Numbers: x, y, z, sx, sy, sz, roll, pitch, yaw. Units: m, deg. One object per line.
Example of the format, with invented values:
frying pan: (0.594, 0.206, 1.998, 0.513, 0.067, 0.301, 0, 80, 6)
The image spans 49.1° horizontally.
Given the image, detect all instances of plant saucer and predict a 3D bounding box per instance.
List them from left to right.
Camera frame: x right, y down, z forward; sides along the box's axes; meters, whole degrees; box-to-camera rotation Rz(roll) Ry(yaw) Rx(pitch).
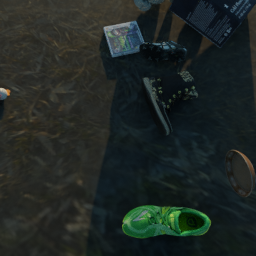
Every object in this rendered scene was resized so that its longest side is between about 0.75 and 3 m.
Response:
plant saucer: (2.829, 1.118, 7.027, 0.206, 1.194, 1.194, -11, 64, -8)

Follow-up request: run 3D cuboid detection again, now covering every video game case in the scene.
video game case: (-0.128, -3.367, 10.533, 1.310, 0.168, 1.441, -14, 65, -6)

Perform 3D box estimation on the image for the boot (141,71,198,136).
boot: (1.463, -0.907, 9.016, 1.625, 0.790, 2.159, -16, 59, -7)

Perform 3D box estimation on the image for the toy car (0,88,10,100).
toy car: (-4.343, -1.140, 9.262, 0.731, 0.762, 0.827, 40, 42, 17)

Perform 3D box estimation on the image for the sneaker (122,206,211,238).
sneaker: (1.001, 2.379, 7.280, 2.309, 0.965, 0.855, -2, 65, 0)

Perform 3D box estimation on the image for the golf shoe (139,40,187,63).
golf shoe: (1.255, -2.798, 10.090, 1.700, 0.661, 0.803, 13, 44, 6)

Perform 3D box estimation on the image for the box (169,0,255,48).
box: (3.302, -4.777, 10.205, 2.447, 1.543, 2.489, 37, 69, 4)

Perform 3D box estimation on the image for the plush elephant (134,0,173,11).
plush elephant: (1.263, -5.724, 10.801, 2.190, 2.059, 2.659, 3, 16, 44)
